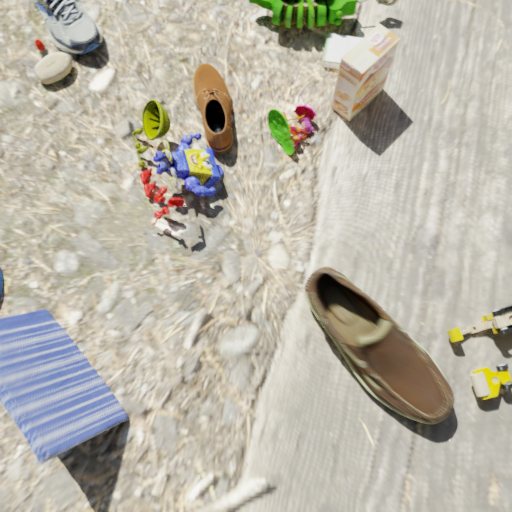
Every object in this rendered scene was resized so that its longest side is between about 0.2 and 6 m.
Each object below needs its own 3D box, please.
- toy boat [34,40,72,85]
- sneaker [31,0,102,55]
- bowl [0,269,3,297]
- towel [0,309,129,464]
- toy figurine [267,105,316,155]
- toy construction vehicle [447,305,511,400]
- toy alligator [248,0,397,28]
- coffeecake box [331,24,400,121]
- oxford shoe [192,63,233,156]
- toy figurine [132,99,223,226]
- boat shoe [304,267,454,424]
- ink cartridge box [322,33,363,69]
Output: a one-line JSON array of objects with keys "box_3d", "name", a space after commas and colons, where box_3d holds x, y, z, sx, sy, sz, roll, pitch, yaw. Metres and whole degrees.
[{"box_3d": [-4.404, -4.160, 12.009, 0.836, 0.462, 0.994, -33, 80, -7], "name": "toy boat"}, {"box_3d": [-4.335, -5.488, 12.098, 1.047, 1.157, 2.716, -36, 74, -13], "name": "sneaker"}, {"box_3d": [-5.570, 0.568, 10.183, 1.798, 0.353, 1.798, 0, 69, 0], "name": "bowl"}, {"box_3d": [-3.435, 1.962, 9.045, 2.581, 1.869, 0.308, 47, 113, 16], "name": "towel"}, {"box_3d": [0.846, -2.658, 11.342, 0.896, 0.731, 0.974, -29, 97, -23], "name": "toy figurine"}, {"box_3d": [4.362, 1.671, 9.703, 1.736, 0.611, 1.511, -19, 81, -4], "name": "toy construction vehicle"}, {"box_3d": [1.465, -5.355, 12.137, 3.298, 0.978, 0.895, 2, 69, 1], "name": "toy alligator"}, {"box_3d": [2.144, -3.618, 11.177, 0.553, 1.513, 1.161, 42, 74, 15], "name": "coffeecake box"}, {"box_3d": [-0.860, -3.165, 11.422, 0.772, 0.772, 2.165, -13, 68, -4], "name": "oxford shoe"}, {"box_3d": [-1.390, -1.790, 10.988, 1.455, 1.281, 2.428, 0, 58, -32], "name": "toy figurine"}, {"box_3d": [1.945, 1.481, 9.301, 1.187, 1.189, 3.214, -45, 73, -4], "name": "boat shoe"}, {"box_3d": [2.016, -4.404, 12.158, 1.067, 0.256, 0.777, 10, 69, 4], "name": "ink cartridge box"}]
